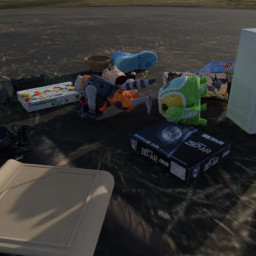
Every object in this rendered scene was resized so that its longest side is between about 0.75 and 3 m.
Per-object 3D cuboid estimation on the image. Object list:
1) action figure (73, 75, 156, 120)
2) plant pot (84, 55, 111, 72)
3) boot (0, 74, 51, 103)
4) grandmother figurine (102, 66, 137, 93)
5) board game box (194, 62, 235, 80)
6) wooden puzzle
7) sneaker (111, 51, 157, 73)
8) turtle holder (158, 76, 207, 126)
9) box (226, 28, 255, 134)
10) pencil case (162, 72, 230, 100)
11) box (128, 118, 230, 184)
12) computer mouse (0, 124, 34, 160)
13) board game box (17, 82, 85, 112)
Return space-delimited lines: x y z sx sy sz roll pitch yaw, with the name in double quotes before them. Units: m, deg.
"action figure" -0.464 -1.250 9.116 2.605 1.408 2.693 12 28 3
"plant pot" -1.409 -2.992 13.148 1.257 0.580 1.257 1 28 0
"boot" -3.806 -1.515 10.418 1.961 0.644 1.616 -12 32 -30
"grandmother figurine" -0.247 -1.881 11.103 1.294 0.646 2.133 -32 38 -7
"board game box" 3.966 -2.199 10.931 2.302 0.421 1.741 -4 -2 -8
"wooden puzzle" -1.561 1.421 5.112 2.326 0.433 2.152 8 28 5
"sneaker" 0.186 -3.354 13.519 2.231 0.887 1.456 -14 33 -26
"turtle holder" 1.575 -0.647 8.064 1.352 1.446 1.904 1 54 14
"box" 3.993 -1.344 7.838 1.645 2.645 1.289 -6 29 -12
"pencil case" 2.324 -1.490 9.942 2.379 0.925 1.064 2 32 3
"box" 1.210 0.445 6.855 1.563 0.425 1.951 -21 35 -34
"computer mouse" -3.492 0.374 6.975 2.105 0.555 1.458 4 26 -16
"board game box" -2.717 -1.145 9.908 2.030 0.351 1.281 -17 32 -29
